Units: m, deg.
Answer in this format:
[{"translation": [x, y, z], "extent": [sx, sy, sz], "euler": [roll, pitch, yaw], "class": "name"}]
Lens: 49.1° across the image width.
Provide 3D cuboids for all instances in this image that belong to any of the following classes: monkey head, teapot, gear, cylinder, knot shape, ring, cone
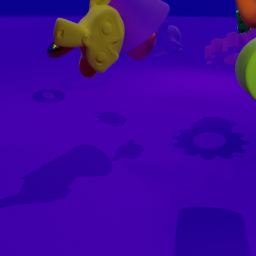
[{"translation": [-0.739, -1.772, 5.364], "extent": [1.364, 1.896, 1.143], "euler": [6, 27, -20], "class": "monkey head"}, {"translation": [0.250, -2.669, 8.678], "extent": [0.834, 1.058, 1.702], "euler": [19, -24, -40], "class": "teapot"}, {"translation": [2.986, -1.957, 7.244], "extent": [1.889, 0.349, 1.889], "euler": [1, -6, 0], "class": "gear"}, {"translation": [2.213, -0.869, 4.166], "extent": [1.035, 1.035, 1.035], "euler": [5, 18, 11], "class": "cylinder"}, {"translation": [0.882, -2.042, 6.703], "extent": [0.806, 0.675, 1.120], "euler": [-25, -12, 9], "class": "monkey head"}, {"translation": [1.487, -1.802, 3.009], "extent": [1.549, 1.449, 0.716], "euler": [31, 58, 28], "class": "knot shape"}, {"translation": [-2.376, -3.348, 10.878], "extent": [1.868, 0.374, 1.868], "euler": [-25, 34, 18], "class": "ring"}, {"translation": [-0.217, -2.710, 5.890], "extent": [1.581, 1.587, 1.581], "euler": [-29, 36, 24], "class": "cone"}]

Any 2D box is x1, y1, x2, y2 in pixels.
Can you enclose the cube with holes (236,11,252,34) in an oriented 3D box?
[{"translation": [3.726, -3.122, 8.215], "extent": [0.754, 0.754, 0.754], "euler": [-5, 5, 42], "class": "cube with holes"}]
